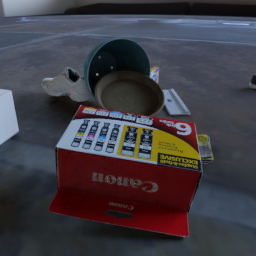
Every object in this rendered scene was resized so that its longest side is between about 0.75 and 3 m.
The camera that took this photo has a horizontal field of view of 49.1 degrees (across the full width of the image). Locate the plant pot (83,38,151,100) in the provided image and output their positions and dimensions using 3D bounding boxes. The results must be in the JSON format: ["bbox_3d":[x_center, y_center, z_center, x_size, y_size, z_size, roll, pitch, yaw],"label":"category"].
[{"bbox_3d":[-0.611,-2.106,10.189,2.408,2.408,1.622,-13,27,-24],"label":"plant pot"}]

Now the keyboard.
[{"bbox_3d":[1.657,-1.017,10.588,0.705,0.134,2.506,-7,27,-2],"label":"keyboard"}]

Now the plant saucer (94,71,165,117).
[{"bbox_3d":[0.051,-1.062,9.496,2.378,0.350,2.378,5,50,-6],"label":"plant saucer"}]

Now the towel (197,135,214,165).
[{"bbox_3d":[1.262,0.453,7.521,1.949,0.222,1.399,6,28,11],"label":"towel"}]

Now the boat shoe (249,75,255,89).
[{"bbox_3d":[6.197,-2.061,12.035,1.914,0.634,0.669,0,27,0],"label":"boat shoe"}]

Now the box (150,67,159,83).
[{"bbox_3d":[0.952,-2.103,11.983,0.266,0.765,1.285,14,31,25],"label":"box"}]

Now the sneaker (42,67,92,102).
[{"bbox_3d":[-2.422,-1.849,10.955,2.395,1.190,0.933,13,35,25],"label":"sneaker"}]

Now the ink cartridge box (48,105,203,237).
[{"bbox_3d":[0.019,0.702,5.612,2.651,1.112,2.327,9,32,2],"label":"ink cartridge box"}]

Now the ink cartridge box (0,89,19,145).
[{"bbox_3d":[-4.301,-0.316,7.784,1.838,1.349,1.342,9,28,15],"label":"ink cartridge box"}]
